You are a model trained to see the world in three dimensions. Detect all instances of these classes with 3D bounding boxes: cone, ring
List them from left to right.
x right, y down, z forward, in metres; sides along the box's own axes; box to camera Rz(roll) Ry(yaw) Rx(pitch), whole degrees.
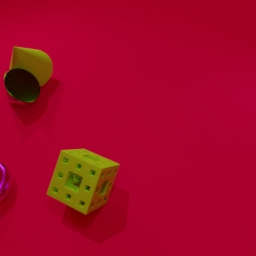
[{"bbox_3d":[-3.511,1.396,6.579,1.554,0.311,1.554,-4,45,4],"label":"ring"},{"bbox_3d":[-3.484,-1.096,8.661,1.113,1.109,1.109,-26,29,41],"label":"cone"},{"bbox_3d":[-3.278,-2.161,8.778,1.460,1.465,1.460,0,76,1],"label":"cone"}]

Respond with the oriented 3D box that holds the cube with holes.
[{"bbox_3d":[-0.950,1.117,6.162,0.998,0.998,0.998,21,94,19],"label":"cube with holes"}]
